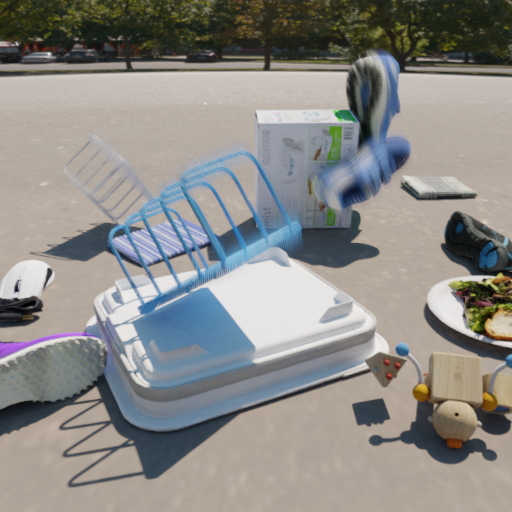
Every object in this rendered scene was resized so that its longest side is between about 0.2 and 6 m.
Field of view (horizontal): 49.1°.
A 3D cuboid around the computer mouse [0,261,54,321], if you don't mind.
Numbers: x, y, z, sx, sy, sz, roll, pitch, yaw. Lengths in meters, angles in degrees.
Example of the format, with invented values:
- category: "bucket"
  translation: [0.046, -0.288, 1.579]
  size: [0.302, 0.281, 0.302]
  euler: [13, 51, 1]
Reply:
- category: "computer mouse"
  translation: [-3.795, 0.469, 8.989]
  size: [1.054, 0.422, 1.922]
  euler: [-3, 23, -5]

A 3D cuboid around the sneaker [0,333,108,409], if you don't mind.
- category: "sneaker"
  translation: [-2.960, 1.278, 6.621]
  size: [2.254, 0.784, 1.121]
  euler: [-15, 26, -30]

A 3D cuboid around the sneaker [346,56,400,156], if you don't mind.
- category: "sneaker"
  translation: [2.629, -2.956, 12.356]
  size: [1.164, 2.963, 1.321]
  euler: [35, 49, 30]

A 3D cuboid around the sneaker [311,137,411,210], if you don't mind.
- category: "sneaker"
  translation: [2.176, -1.539, 10.887]
  size: [2.155, 0.797, 0.886]
  euler: [-31, 38, -5]

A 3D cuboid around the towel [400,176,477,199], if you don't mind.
- category: "towel"
  translation: [4.716, -1.843, 14.612]
  size: [1.569, 0.281, 1.629]
  euler: [-2, 22, -4]

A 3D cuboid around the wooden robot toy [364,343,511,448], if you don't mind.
- category: "wooden robot toy"
  translation: [2.262, 1.644, 6.137]
  size: [2.174, 0.958, 0.987]
  euler: [5, 59, 11]

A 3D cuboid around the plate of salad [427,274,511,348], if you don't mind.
- category: "plate of salad"
  translation: [3.727, 0.692, 8.315]
  size: [2.276, 0.547, 2.276]
  euler: [-1, 23, 0]

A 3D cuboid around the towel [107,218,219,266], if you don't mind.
- category: "towel"
  translation: [-1.817, -0.275, 11.100]
  size: [1.863, 0.222, 1.349]
  euler: [-22, 34, -39]

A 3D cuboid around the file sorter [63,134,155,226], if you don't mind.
- category: "file sorter"
  translation: [-3.023, -1.479, 11.535]
  size: [1.099, 1.583, 0.986]
  euler: [39, 80, 24]

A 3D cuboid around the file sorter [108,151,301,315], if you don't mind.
- category: "file sorter"
  translation: [-0.740, -0.277, 6.955]
  size: [1.956, 1.200, 1.357]
  euler: [-26, 3, 46]

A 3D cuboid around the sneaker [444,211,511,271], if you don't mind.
- category: "sneaker"
  translation: [4.206, -0.214, 10.462]
  size: [0.808, 0.722, 1.972]
  euler: [10, 26, -16]

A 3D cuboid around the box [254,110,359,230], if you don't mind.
- category: "box"
  translation: [0.991, -1.802, 11.820]
  size: [2.053, 2.326, 1.125]
  euler: [-2, 29, -1]

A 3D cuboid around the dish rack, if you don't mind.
- category: "dish rack"
  translation: [-0.350, 0.815, 7.768]
  size: [3.647, 0.794, 3.130]
  euler: [-12, 27, -24]
